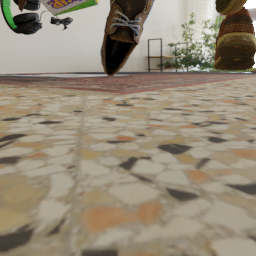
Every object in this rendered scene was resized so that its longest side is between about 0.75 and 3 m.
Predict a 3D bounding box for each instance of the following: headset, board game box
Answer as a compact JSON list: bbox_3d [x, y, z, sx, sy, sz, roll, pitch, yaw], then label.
[{"bbox_3d":[-2.831,-3.495,8.345,2.462,1.520,1.157,30,35,28],"label":"headset"},{"bbox_3d":[-1.207,-2.493,4.757,0.970,0.304,2.030,-10,-3,10],"label":"board game box"}]

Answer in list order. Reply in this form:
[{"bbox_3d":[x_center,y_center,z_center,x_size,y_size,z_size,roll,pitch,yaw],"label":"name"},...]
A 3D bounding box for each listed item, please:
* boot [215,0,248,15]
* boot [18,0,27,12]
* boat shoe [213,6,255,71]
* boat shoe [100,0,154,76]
[{"bbox_3d":[2.847,-2.497,4.923,2.251,1.971,0.744,21,0,-15],"label":"boot"},{"bbox_3d":[-2.472,-2.903,5.589,0.954,0.889,0.306,10,22,-25],"label":"boot"},{"bbox_3d":[2.673,-2.053,6.925,1.010,0.948,2.806,4,-1,17],"label":"boat shoe"},{"bbox_3d":[-0.019,-2.318,6.293,0.995,2.754,0.997,10,50,-8],"label":"boat shoe"}]
